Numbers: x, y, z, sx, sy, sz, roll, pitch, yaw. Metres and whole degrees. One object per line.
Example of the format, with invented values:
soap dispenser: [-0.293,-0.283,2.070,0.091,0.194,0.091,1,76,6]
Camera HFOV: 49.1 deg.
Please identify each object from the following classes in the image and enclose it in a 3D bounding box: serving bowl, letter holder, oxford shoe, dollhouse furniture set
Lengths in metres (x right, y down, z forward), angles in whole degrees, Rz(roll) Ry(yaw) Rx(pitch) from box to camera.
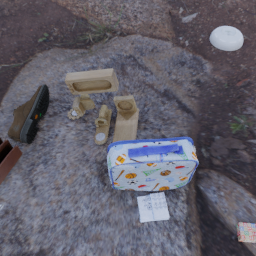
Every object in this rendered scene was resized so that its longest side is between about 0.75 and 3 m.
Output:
serving bowl: [4.986,-4.599,14.030,1.662,0.547,1.662,0,55,0]
letter holder: [-4.538,1.093,9.615,0.785,1.110,1.562,18,56,13]
oxford shoe: [-3.910,-0.716,10.992,1.149,0.989,2.721,10,55,9]
dollhouse furniture set: [-0.966,-0.574,10.000,2.187,2.300,1.874,-3,54,14]

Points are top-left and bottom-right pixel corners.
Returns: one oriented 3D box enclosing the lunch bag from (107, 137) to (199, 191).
lunch bag: [0.782,1.128,8.863,2.853,2.286,1.078,-5,55,-3]

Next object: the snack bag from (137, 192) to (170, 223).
snack bag: [0.801,2.584,9.170,0.972,0.104,0.916,-6,55,-4]

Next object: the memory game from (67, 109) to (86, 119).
memory game: [-2.086,-0.620,11.365,0.797,0.051,0.797,-9,41,8]

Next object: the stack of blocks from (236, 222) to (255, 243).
stack of blocks: [3.847,3.228,8.611,0.885,0.259,0.510,4,55,2]

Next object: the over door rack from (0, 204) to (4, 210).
over door rack: [-4.393,2.704,8.933,0.621,0.280,0.841,24,79,17]
